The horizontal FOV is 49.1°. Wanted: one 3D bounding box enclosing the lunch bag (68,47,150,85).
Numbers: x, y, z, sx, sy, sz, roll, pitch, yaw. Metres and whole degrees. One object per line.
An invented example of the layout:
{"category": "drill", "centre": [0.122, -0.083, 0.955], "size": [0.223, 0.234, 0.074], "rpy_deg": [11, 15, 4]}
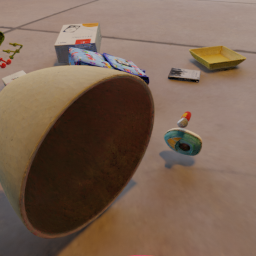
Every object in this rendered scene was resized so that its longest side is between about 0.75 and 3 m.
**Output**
{"category": "lunch bag", "centre": [-0.572, -1.732, 8.893], "size": [2.445, 1.150, 1.841], "rpy_deg": [-1, 27, -21]}

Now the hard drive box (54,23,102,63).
{"category": "hard drive box", "centre": [-1.916, -3.423, 11.183], "size": [1.568, 0.772, 2.012], "rpy_deg": [-4, 41, 1]}

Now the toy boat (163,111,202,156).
{"category": "toy boat", "centre": [1.136, 0.155, 5.854], "size": [0.852, 1.014, 0.471], "rpy_deg": [16, 39, 22]}

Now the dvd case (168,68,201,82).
{"category": "dvd case", "centre": [1.992, -1.863, 9.808], "size": [1.066, 0.132, 0.801], "rpy_deg": [10, 35, 13]}

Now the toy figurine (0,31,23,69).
{"category": "toy figurine", "centre": [-4.092, -1.678, 8.065], "size": [2.201, 1.161, 1.319], "rpy_deg": [-20, 56, 37]}

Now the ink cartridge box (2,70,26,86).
{"category": "ink cartridge box", "centre": [-3.098, -1.115, 8.124], "size": [0.684, 0.687, 0.946], "rpy_deg": [-28, 42, -21]}

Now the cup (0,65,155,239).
{"category": "cup", "centre": [-1.093, 0.078, 4.583], "size": [1.899, 2.655, 2.655], "rpy_deg": [30, 44, 30]}

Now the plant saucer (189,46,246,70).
{"category": "plant saucer", "centre": [3.391, -2.690, 10.800], "size": [1.602, 0.388, 1.602], "rpy_deg": [-11, 36, -15]}
